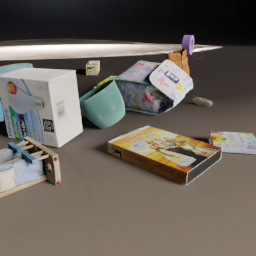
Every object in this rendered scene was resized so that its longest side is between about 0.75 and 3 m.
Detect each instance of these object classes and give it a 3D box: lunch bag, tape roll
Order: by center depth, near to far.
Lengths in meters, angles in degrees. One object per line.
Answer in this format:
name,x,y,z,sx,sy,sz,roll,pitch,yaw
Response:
lunch bag,1.151,-1.811,12.015,2.798,1.779,2.373,15,38,28
tape roll,6.803,-9.408,31.705,0.901,2.122,2.122,10,23,24

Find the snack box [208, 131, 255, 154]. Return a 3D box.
snack box,3.157,0.423,8.445,1.317,0.349,0.937,3,21,9

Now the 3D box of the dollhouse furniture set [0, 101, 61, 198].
dollhouse furniture set,-2.628,0.287,6.157,1.574,2.233,1.565,-19,28,-41

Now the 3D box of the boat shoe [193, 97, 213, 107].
boat shoe,3.410,-1.201,12.743,0.938,0.337,0.279,23,31,38

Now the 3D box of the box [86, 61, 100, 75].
box,-2.568,-4.451,20.659,0.813,0.747,2.322,-1,22,-1

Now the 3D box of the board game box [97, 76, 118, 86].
board game box,-0.716,-2.352,15.396,1.213,0.569,2.388,5,21,13

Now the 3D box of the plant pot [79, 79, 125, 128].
plant pot,-0.845,-0.764,9.887,1.573,1.263,1.573,-28,17,10

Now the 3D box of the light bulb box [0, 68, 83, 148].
light bulb box,-2.765,-0.724,8.888,2.138,2.119,1.334,8,25,24

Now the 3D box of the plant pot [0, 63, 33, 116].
plant pot,-4.704,-1.383,10.971,2.434,1.639,2.434,-17,8,2

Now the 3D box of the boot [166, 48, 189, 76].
boot,2.094,-2.580,13.646,2.677,2.078,1.026,-28,37,-30

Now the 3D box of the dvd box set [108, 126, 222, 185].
dvd box set,1.004,0.620,7.873,2.624,0.386,1.920,18,26,39
